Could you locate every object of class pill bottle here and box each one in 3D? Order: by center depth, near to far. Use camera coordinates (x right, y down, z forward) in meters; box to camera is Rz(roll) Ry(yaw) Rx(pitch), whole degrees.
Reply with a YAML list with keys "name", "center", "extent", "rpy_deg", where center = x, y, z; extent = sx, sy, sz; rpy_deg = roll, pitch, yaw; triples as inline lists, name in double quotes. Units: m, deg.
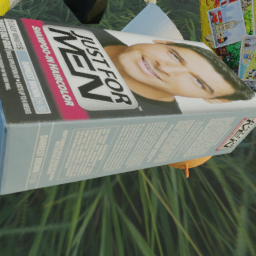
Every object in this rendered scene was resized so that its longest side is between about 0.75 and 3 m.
- name: "pill bottle"
  center: [-2.505, -2.489, 4.774]
  extent: [1.174, 1.174, 2.089]
  rpy_deg: [22, 62, 24]

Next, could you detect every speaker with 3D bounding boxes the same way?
- name: "speaker"
  center: [-0.108, -0.933, 4.295]
  extent: [1.961, 0.796, 0.796]
  rpy_deg: [-41, 42, 12]

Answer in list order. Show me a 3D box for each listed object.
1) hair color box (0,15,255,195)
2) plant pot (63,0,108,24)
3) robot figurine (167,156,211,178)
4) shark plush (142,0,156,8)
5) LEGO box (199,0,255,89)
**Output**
- name: "hair color box"
  center: [0.019, -0.258, 2.330]
  extent: [2.170, 0.658, 1.074]
  rpy_deg: [-5, 49, -33]
- name: "plant pot"
  center: [-0.976, -3.133, 6.966]
  extent: [0.784, 0.695, 0.782]
  rpy_deg: [50, 34, 4]
- name: "robot figurine"
  center: [0.684, -0.141, 4.103]
  extent: [1.262, 1.023, 1.755]
  rpy_deg: [-13, 43, -16]
- name: "shark plush"
  center: [0.461, -2.922, 6.375]
  extent: [0.452, 0.996, 0.415]
  rpy_deg: [-48, 66, 2]
- name: "LEGO box"
  center: [2.250, -1.819, 5.423]
  extent: [1.543, 2.072, 0.800]
  rpy_deg: [-3, 19, 21]
